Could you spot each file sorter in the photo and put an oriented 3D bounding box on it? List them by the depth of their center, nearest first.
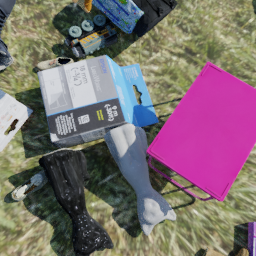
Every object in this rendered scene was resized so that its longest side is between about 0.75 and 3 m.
[{"bbox_3d":[1.976,0.212,7.206,1.931,1.743,2.779,33,75,10],"label":"file sorter"}]

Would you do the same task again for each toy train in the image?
[{"bbox_3d":[-1.121,-2.875,8.848,1.656,0.706,0.944,-30,83,-12],"label":"toy train"}]

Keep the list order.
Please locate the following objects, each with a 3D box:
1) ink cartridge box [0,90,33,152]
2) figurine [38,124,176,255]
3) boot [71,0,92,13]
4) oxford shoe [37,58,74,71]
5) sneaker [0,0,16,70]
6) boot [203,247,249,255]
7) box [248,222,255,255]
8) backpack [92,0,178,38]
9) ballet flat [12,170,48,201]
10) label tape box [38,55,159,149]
[{"bbox_3d":[-3.885,-0.330,8.118,1.851,0.464,1.490,31,74,6],"label":"ink cartridge box"},{"bbox_3d":[-0.438,1.606,7.137,2.856,1.229,2.787,-21,81,-6],"label":"figurine"},{"bbox_3d":[-0.663,-2.782,5.331,0.500,1.422,1.018,43,103,-8],"label":"boot"},{"bbox_3d":[-2.259,-2.007,8.658,1.185,0.437,0.419,-8,71,-3],"label":"oxford shoe"},{"bbox_3d":[-3.959,-2.976,8.592,1.924,1.012,2.662,34,84,22],"label":"sneaker"},{"bbox_3d":[2.402,3.202,6.930,0.962,0.318,0.843,23,72,9],"label":"boot"},{"bbox_3d":[3.969,3.151,6.907,1.908,0.373,1.306,10,71,3],"label":"box"},{"bbox_3d":[-0.002,-4.025,8.644,2.398,1.844,1.956,48,53,-10],"label":"backpack"},{"bbox_3d":[-2.576,1.528,7.476,1.152,0.367,0.388,-39,75,-13],"label":"ballet flat"},{"bbox_3d":[-0.821,-0.868,7.995,2.997,0.949,2.161,-15,72,-5],"label":"label tape box"}]
